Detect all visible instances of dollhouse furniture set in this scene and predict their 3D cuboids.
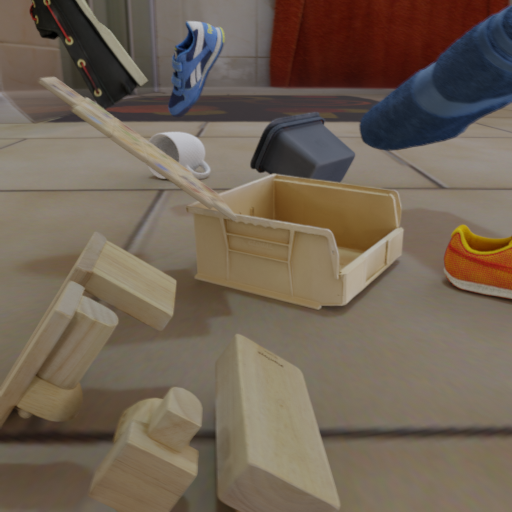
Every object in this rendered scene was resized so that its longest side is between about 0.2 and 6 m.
[{"bbox_3d":[-0.917,1.372,4.382,2.154,1.755,2.048,32,15,-15],"label":"dollhouse furniture set"}]

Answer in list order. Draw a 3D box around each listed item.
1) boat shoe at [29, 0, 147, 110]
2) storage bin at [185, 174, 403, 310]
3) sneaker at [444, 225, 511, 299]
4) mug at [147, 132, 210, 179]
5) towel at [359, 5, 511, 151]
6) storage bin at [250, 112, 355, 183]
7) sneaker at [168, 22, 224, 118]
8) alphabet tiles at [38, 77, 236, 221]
[{"bbox_3d":[-2.560,-3.187,7.337,0.832,2.655,0.971,-35,20,3],"label":"boat shoe"},{"bbox_3d":[0.641,-0.313,7.915,2.287,1.080,2.304,12,23,30],"label":"storage bin"},{"bbox_3d":[3.598,0.133,6.947,2.444,0.943,0.892,11,22,23],"label":"sneaker"},{"bbox_3d":[-1.772,-2.393,13.793,1.469,1.085,1.288,42,31,16],"label":"mug"},{"bbox_3d":[3.279,-2.594,8.591,2.105,0.915,3.770,-17,-2,-20],"label":"towel"},{"bbox_3d":[1.117,-2.151,12.686,1.427,1.547,2.125,43,39,22],"label":"storage bin"},{"bbox_3d":[-1.284,-3.439,10.282,0.745,1.811,0.669,12,26,-37],"label":"sneaker"},{"bbox_3d":[-1.317,-1.257,6.501,2.482,0.079,2.065,35,7,-21],"label":"alphabet tiles"}]
